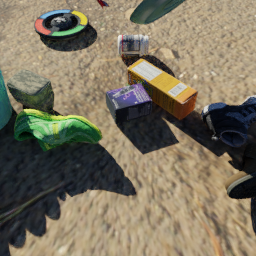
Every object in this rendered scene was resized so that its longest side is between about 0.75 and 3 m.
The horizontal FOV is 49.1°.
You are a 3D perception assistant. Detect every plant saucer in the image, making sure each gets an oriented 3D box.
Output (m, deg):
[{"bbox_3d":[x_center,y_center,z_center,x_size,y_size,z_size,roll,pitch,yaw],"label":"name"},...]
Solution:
[{"bbox_3d":[1.236,-3.635,7.728,2.661,2.661,0.365,-36,97,-27],"label":"plant saucer"}]

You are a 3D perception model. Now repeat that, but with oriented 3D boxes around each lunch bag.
[{"bbox_3d":[-2.989,-1.067,8.762,1.297,1.088,0.904,23,52,17],"label":"lunch bag"}]

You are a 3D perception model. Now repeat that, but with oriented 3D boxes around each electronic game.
[{"bbox_3d":[-2.878,-4.540,12.172,2.366,0.492,2.366,0,49,0],"label":"electronic game"}]

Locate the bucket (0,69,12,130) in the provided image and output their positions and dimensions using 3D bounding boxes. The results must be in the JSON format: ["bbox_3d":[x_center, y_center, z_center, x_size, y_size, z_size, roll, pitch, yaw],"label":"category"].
[{"bbox_3d":[-4.744,-0.884,8.250,2.477,1.612,2.477,0,48,0],"label":"bucket"}]

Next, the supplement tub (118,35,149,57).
[{"bbox_3d":[0.196,-3.160,10.761,1.147,0.805,0.805,-1,49,0],"label":"supplement tub"}]

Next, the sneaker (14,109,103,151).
[{"bbox_3d":[-1.969,0.200,7.887,2.601,0.963,1.087,7,63,11],"label":"sneaker"}]

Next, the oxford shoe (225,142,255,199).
[{"bbox_3d":[3.242,0.983,7.142,2.611,0.949,1.102,-20,47,-30],"label":"oxford shoe"}]

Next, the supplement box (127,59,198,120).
[{"bbox_3d":[1.054,-1.311,9.159,0.832,0.805,2.419,-36,57,-24],"label":"supplement box"}]

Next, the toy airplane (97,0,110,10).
[{"bbox_3d":[-0.780,-3.231,6.851,0.165,0.899,0.899,-40,56,1],"label":"toy airplane"}]

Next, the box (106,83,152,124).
[{"bbox_3d":[0.010,-0.776,8.793,1.226,0.640,0.907,-17,52,-15],"label":"box"}]

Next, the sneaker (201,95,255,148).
[{"bbox_3d":[3.406,-0.143,8.121,2.357,0.889,1.341,-7,50,1],"label":"sneaker"}]
